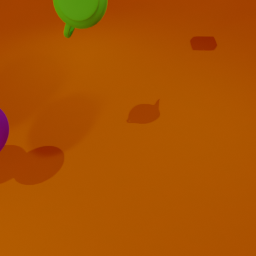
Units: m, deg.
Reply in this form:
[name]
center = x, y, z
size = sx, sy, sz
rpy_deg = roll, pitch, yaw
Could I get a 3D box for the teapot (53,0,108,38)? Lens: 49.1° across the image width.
[teapot]
center = -0.726, -2.117, 4.575
size = 0.869, 1.398, 0.684
rpy_deg = 29, 17, -5

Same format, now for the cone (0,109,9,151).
[cone]
center = -2.684, -0.052, 4.452
size = 1.137, 1.141, 1.137
rpy_deg = 0, 78, -1
